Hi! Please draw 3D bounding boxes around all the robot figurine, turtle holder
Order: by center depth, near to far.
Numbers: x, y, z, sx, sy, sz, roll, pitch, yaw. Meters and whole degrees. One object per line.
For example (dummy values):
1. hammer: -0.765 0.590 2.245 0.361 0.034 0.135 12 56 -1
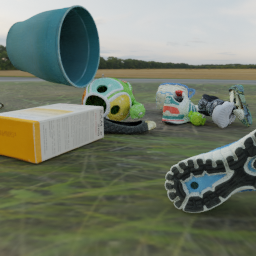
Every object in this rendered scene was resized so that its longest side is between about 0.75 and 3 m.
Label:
1. turtle holder: -0.639 -0.809 10.443 2.386 1.813 1.694 43 24 7
2. robot figurine: 2.619 -0.356 10.751 0.699 0.461 0.797 31 12 -2

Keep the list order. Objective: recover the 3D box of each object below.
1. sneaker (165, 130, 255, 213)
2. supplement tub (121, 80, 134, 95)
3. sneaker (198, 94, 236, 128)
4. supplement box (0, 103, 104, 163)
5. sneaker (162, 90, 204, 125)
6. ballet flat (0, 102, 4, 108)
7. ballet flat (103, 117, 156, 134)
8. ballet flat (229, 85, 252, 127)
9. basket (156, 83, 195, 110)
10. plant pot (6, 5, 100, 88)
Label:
1. sneaker: 1.901 0.532 4.452 2.597 1.018 1.168 -17 -5 20
2. supplement tub: -0.458 -1.817 14.977 1.494 1.494 2.793 0 13 -2
3. sneaker: 3.270 -0.697 10.716 1.440 0.955 2.530 22 16 29
4. supplement box: -2.147 0.006 7.790 1.764 1.029 2.799 7 14 29
5. sneaker: 2.364 -0.933 11.499 0.951 1.262 2.700 11 17 42
6. ballet flat: -7.043 -1.150 14.280 0.627 0.565 1.666 17 15 22
7. ballet flat: -0.113 -0.134 9.419 2.132 0.606 0.708 0 13 0
8. ballet flat: 4.117 -0.803 10.435 0.609 1.640 0.609 -12 -11 -2
9. basket: 2.238 -1.594 13.854 1.734 1.368 1.967 10 37 27
10. plant pot: -3.000 -3.118 10.934 2.795 2.974 2.974 6 14 20
